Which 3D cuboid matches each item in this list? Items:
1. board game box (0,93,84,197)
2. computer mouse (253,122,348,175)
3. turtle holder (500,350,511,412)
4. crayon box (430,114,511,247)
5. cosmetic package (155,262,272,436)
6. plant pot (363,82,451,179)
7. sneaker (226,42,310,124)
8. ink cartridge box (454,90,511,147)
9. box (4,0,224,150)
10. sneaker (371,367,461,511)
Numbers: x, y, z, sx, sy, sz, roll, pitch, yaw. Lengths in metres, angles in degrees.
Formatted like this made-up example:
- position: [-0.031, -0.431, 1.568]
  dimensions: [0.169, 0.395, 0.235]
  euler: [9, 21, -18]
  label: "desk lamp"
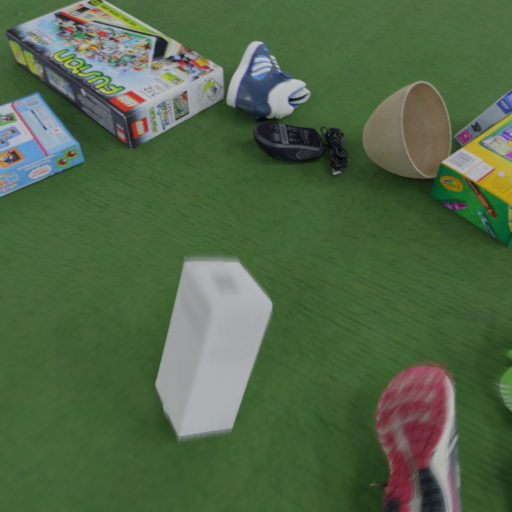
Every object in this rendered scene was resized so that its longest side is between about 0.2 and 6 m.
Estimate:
- position: [-4.585, -1.788, 9.675]
  dimensions: [2.547, 0.466, 1.927]
  euler: [-28, 55, -22]
  label: "board game box"
- position: [0.737, -1.902, 9.857]
  dimensions: [1.682, 0.443, 1.165]
  euler: [9, 47, -8]
  label: "computer mouse"
- position: [3.635, 1.308, 6.572]
  dimensions: [1.528, 1.161, 1.085]
  euler: [-29, 63, -28]
  label: "turtle holder"
- position: [4.328, -1.418, 9.165]
  dimensions: [2.602, 0.758, 1.545]
  euler: [-33, 57, -25]
  label: "crayon box"
- position: [-0.536, 1.027, 6.262]
  dimensions: [0.733, 1.727, 0.929]
  euler: [0, 30, -30]
  label: "cosmetic package"
- position: [2.414, -2.006, 9.384]
  dimensions: [1.040, 1.550, 1.550]
  euler: [-3, 37, 46]
  label: "plant pot"
- position: [0.375, -3.350, 10.870]
  dimensions: [1.457, 0.802, 1.990]
  euler: [16, 49, 6]
  label: "sneaker"
- position: [4.225, -2.537, 9.661]
  dimensions: [0.925, 1.551, 0.325]
  euler: [-36, 83, -27]
  label: "ink cartridge box"
- position: [-2.890, -3.842, 11.267]
  dimensions: [4.200, 0.729, 2.312]
  euler: [37, 59, 27]
  label: "box"
- position: [1.753, 2.182, 5.974]
  dimensions: [0.832, 0.771, 2.064]
  euler: [-11, 52, 35]
  label: "sneaker"
